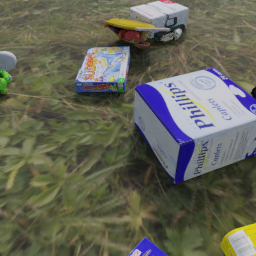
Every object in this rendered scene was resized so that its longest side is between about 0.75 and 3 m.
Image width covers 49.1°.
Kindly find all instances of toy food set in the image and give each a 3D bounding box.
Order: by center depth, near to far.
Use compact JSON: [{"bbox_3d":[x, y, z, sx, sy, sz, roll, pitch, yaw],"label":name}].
[{"bbox_3d":[0.150,-3.748,11.262,1.642,0.912,2.791,-14,33,-34],"label":"toy food set"}]

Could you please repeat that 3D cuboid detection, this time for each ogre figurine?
[{"bbox_3d":[-4.302,-1.415,9.052,0.803,0.657,1.339,13,31,31],"label":"ogre figurine"}]

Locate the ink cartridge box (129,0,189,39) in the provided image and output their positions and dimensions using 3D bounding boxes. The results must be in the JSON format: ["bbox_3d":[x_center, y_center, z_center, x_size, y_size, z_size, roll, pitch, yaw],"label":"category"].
[{"bbox_3d":[1.369,-5.002,12.744,2.216,0.924,1.609,-25,48,-25],"label":"ink cartridge box"}]

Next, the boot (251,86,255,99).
[{"bbox_3d":[4.297,-0.714,8.320,1.211,0.550,1.441,13,37,9],"label":"boot"}]

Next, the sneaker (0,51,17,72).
[{"bbox_3d":[-5.259,-2.635,10.133,2.493,0.941,1.419,-6,45,-3],"label":"sneaker"}]

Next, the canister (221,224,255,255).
[{"bbox_3d":[2.585,2.558,4.574,1.419,0.827,1.911,-10,42,-10],"label":"canister"}]

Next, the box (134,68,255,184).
[{"bbox_3d":[1.766,-0.215,7.198,2.570,1.348,2.363,-16,44,-17],"label":"box"}]

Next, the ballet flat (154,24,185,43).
[{"bbox_3d":[1.861,-3.987,11.994,1.566,0.532,0.536,-23,59,-11],"label":"ballet flat"}]

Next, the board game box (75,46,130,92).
[{"bbox_3d":[-0.813,-2.116,9.878,1.630,0.415,2.408,0,43,5],"label":"board game box"}]

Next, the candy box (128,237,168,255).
[{"bbox_3d":[0.417,2.613,4.795,1.104,0.425,0.933,33,53,29],"label":"candy box"}]
